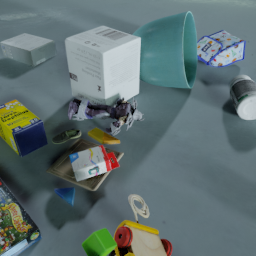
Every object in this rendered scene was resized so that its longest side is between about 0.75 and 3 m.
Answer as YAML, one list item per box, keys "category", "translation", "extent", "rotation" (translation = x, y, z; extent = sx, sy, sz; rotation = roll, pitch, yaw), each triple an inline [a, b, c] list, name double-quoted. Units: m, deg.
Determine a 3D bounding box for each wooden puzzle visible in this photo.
- category: "wooden puzzle"
  translation: [-1.143, 0.971, 7.757]
  extent: [1.800, 0.312, 2.668]
  rotation: [19, 41, 29]

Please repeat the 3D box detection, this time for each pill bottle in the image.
- category: "pill bottle"
  translation: [4.170, -1.139, 9.916]
  extent: [0.971, 0.971, 1.717]
  rotation: [3, 38, 4]

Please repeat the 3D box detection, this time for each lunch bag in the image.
- category: "lunch bag"
  translation: [4.155, -3.635, 13.049]
  extent: [1.932, 1.196, 1.642]
  rotation: [-23, 41, -8]

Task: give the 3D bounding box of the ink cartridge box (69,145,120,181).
- category: "ink cartridge box"
  translation: [-0.874, 0.867, 7.298]
  extent: [1.169, 0.393, 0.679]
  rotation: [-17, 38, -12]

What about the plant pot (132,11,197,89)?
- category: "plant pot"
  translation: [1.348, -2.906, 10.953]
  extent: [2.252, 2.806, 2.806]
  rotation: [1, 35, 24]

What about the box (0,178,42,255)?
- category: "box"
  translation: [-3.061, 2.088, 6.192]
  extent: [1.401, 0.387, 2.051]
  rotation: [-30, 47, -33]

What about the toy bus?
- category: "toy bus"
  translation: [0.133, 2.695, 4.672]
  extent: [2.367, 1.296, 2.509]
  rotation: [47, 17, 9]

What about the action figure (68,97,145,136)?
- category: "action figure"
  translation: [-0.654, -0.503, 9.240]
  extent: [2.464, 0.855, 1.603]
  rotation: [8, 33, 5]

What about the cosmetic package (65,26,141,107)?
- category: "cosmetic package"
  translation: [-0.851, -2.164, 10.151]
  extent: [1.889, 2.292, 1.891]
  rotation: [28, 46, 31]

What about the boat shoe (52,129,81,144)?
- category: "boat shoe"
  translation: [-1.837, 0.211, 8.372]
  extent: [0.895, 0.294, 0.320]
  rotation: [-17, 66, -18]

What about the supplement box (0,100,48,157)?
- category: "supplement box"
  translation: [-3.326, -0.028, 8.510]
  extent: [0.906, 0.912, 1.665]
  rotation: [-31, 47, -34]

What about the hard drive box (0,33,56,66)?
- category: "hard drive box"
  translation: [-4.803, -3.838, 13.578]
  extent: [2.030, 0.780, 1.582]
  rotation: [21, 42, 25]
